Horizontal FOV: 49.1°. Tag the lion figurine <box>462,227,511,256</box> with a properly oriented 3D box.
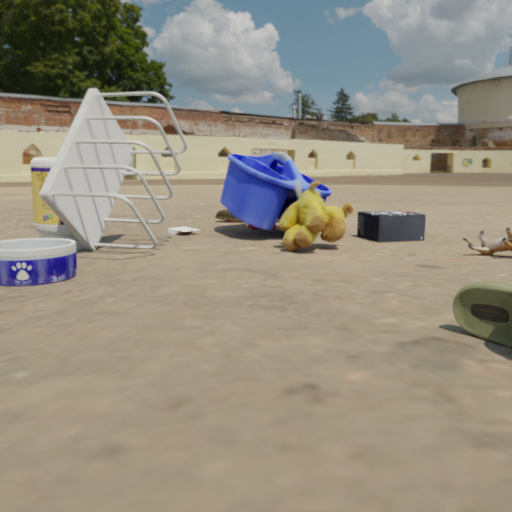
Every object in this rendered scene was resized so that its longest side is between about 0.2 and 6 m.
[{"bbox_3d":[4.946,-0.205,11.379,1.273,0.461,0.780,1,-27,48],"label":"lion figurine"}]

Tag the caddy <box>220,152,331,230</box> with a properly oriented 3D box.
[{"bbox_3d":[0.473,-1.831,14.771,2.430,1.804,3.438,12,16,-25],"label":"caddy"}]

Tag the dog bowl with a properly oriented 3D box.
[{"bbox_3d":[-3.750,0.079,9.295,1.479,0.582,1.479,-1,9,0],"label":"dog bowl"}]

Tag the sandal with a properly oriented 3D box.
[{"bbox_3d":[2.683,0.648,5.438,0.566,0.787,1.982,0,-1,-32],"label":"sandal"}]

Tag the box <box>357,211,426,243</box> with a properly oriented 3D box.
[{"bbox_3d":[3.386,-0.759,14.102,1.298,0.676,1.182,-3,11,-17],"label":"box"}]

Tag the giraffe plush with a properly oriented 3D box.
[{"bbox_3d":[1.410,-0.757,12.310,1.311,1.617,1.395,23,-30,-29],"label":"giraffe plush"}]

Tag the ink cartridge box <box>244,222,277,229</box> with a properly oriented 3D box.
[{"bbox_3d":[0.126,-1.113,16.828,0.831,0.481,1.430,0,9,-8],"label":"ink cartridge box"}]

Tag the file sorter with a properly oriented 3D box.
[{"bbox_3d":[-2.788,-1.809,11.857,1.801,2.892,2.007,2,-31,16],"label":"file sorter"}]

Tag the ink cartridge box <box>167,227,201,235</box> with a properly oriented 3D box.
[{"bbox_3d":[-1.932,-0.643,15.059,0.725,0.182,0.583,15,17,42],"label":"ink cartridge box"}]

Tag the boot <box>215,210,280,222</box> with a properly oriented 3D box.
[{"bbox_3d":[-0.190,-1.672,18.276,2.313,1.121,0.864,0,9,-2],"label":"boot"}]

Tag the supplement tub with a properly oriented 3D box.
[{"bbox_3d":[-4.298,-1.206,12.692,1.460,2.008,1.460,0,9,0],"label":"supplement tub"}]
